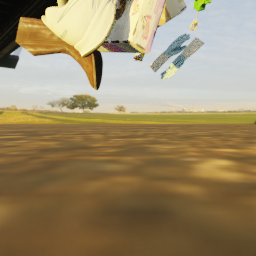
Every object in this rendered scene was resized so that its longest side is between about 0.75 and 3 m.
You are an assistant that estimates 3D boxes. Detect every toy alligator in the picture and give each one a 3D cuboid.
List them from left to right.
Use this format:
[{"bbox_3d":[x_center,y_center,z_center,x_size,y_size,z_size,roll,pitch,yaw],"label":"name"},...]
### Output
[{"bbox_3d":[1.477,-2.598,5.410,0.440,1.484,0.403,-24,40,-29],"label":"toy alligator"}]

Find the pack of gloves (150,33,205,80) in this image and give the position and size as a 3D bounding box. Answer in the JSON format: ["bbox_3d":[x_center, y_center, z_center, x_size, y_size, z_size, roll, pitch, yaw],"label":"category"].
[{"bbox_3d":[2.170,-3.095,12.381,0.449,2.276,1.912,36,18,-35],"label":"pack of gloves"}]

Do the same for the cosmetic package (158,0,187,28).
[{"bbox_3d":[0.646,-3.825,9.845,2.586,0.919,1.360,-23,19,33],"label":"cosmetic package"}]

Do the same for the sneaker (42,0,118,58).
[{"bbox_3d":[-0.696,-2.949,5.661,1.290,2.963,1.104,27,-22,-26],"label":"sneaker"}]

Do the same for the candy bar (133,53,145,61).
[{"bbox_3d":[0.727,-3.758,11.724,0.515,2.064,0.229,26,11,33],"label":"candy bar"}]

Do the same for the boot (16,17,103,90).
[{"bbox_3d":[-2.237,-2.406,9.223,2.636,2.457,0.847,2,30,12],"label":"boot"}]

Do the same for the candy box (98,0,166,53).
[{"bbox_3d":[-0.087,-2.600,6.607,0.651,1.528,1.821,18,0,-44],"label":"candy box"}]
